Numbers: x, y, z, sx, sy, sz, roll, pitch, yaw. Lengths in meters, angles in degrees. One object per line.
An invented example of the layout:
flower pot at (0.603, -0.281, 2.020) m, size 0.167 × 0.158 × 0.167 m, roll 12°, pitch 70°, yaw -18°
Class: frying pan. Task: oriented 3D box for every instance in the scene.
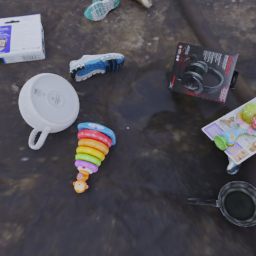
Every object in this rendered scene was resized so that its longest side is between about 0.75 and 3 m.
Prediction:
frying pan at (2.357, 1.914, 6.627) m, size 1.778 × 0.289 × 1.076 m, roll -19°, pitch 59°, yaw -7°

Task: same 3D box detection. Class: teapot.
teapot at (-2.315, -0.562, 7.827) m, size 1.755 × 1.282 × 1.732 m, roll -39°, pitch 101°, yaw -45°

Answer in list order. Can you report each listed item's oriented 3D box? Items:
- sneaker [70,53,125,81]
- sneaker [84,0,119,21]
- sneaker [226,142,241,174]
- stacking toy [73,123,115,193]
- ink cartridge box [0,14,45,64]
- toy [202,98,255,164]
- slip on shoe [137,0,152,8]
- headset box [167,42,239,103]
sneaker at (-1.067, -2.226, 9.372) m, size 1.908 × 0.715 × 0.827 m, roll -14°, pitch 50°, yaw -10°
sneaker at (-1.189, -4.963, 11.428) m, size 0.853 × 0.725 × 1.870 m, roll 22°, pitch 52°, yaw 33°
sneaker at (2.808, 0.681, 7.455) m, size 0.566 × 0.490 × 1.307 m, roll 23°, pitch 50°, yaw 25°
stacking toy at (-1.016, 0.806, 7.177) m, size 1.002 × 0.948 × 1.727 m, roll 14°, pitch 67°, yaw 7°
ink cartridge box at (-4.171, -3.238, 10.194) m, size 2.139 × 0.468 × 2.159 m, roll -9°, pitch 57°, yaw -6°
toy at (3.345, -0.212, 7.393) m, size 2.405 × 0.568 × 1.385 m, roll -31°, pitch 53°, yaw -10°
slip on shoe at (0.215, -5.811, 11.938) m, size 0.732 × 0.918 × 2.415 m, roll -39°, pitch 65°, yaw 21°
headset box at (2.271, -1.626, 8.367) m, size 1.929 × 0.745 × 1.436 m, roll 15°, pitch 101°, yaw 8°
